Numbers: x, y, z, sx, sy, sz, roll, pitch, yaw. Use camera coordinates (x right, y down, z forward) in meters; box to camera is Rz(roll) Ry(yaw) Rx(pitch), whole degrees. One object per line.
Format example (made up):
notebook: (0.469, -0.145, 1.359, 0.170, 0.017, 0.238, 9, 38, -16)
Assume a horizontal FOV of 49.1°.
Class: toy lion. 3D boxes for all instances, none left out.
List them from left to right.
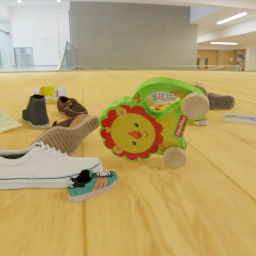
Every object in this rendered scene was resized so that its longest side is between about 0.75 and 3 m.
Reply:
toy lion: (0.510, -0.142, 7.302, 2.505, 2.613, 0.897, 16, 35, 2)
toy lion: (2.342, -0.770, 13.035, 2.555, 0.915, 2.666, -4, 14, 12)

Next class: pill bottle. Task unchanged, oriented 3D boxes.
pill bottle: (-4.743, -2.019, 16.981, 1.895, 1.035, 1.035, 4, 16, 12)

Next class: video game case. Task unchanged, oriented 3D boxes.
video game case: (5.141, -0.428, 12.774, 1.487, 0.170, 1.353, 8, 17, 24)

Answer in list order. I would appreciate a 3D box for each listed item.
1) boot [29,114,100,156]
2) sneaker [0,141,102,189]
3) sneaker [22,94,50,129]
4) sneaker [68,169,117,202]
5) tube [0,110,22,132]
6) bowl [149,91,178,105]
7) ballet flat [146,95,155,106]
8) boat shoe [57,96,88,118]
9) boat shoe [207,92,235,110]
boot: (-2.349, 0.339, 9.086, 2.205, 0.959, 2.651, -8, 17, 47)
sneaker: (-1.932, 0.828, 6.554, 2.675, 0.947, 0.977, -4, 17, -13)
sneaker: (-4.000, -0.862, 12.121, 0.935, 1.328, 2.500, -10, 18, -34)
sneaker: (-0.732, 1.134, 6.217, 0.490, 0.549, 1.374, 12, 19, 37)
tube: (-5.174, -0.271, 11.587, 2.319, 0.673, 0.602, 22, -12, 48)
bowl: (2.111, -1.987, 16.754, 2.277, 1.069, 2.277, 2, 14, 0)
ballet flat: (0.780, -1.587, 16.161, 0.714, 0.714, 2.021, -8, 15, -28)
boat shoe: (-2.759, -1.007, 13.538, 0.909, 0.908, 2.581, -12, 20, -39)
boat shoe: (4.397, -1.462, 15.273, 2.663, 1.008, 0.956, 9, 11, -3)
